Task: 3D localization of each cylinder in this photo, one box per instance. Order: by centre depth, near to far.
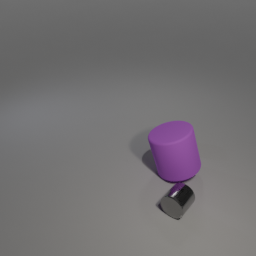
[{"bbox_3d":[1.358,1.964,7.615,0.700,0.700,0.700,22,37,33],"label":"cylinder"},{"bbox_3d":[1.461,0.698,8.746,1.400,1.400,1.400,-15,25,7],"label":"cylinder"}]
